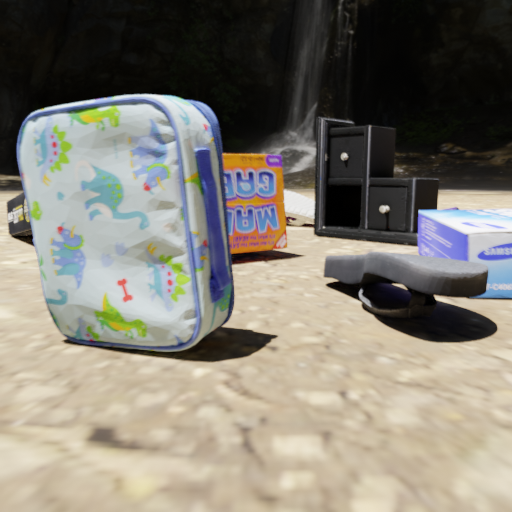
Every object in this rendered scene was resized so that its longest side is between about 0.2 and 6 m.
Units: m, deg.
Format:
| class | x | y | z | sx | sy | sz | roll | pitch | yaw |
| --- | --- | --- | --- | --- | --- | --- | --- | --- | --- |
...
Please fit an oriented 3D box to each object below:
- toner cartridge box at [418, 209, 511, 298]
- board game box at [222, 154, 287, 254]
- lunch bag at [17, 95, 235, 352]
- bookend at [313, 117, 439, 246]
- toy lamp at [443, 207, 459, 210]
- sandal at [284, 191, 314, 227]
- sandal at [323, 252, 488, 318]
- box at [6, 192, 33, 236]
| class | x | y | z | sx | sy | sz | roll | pitch | yaw |
| --- | --- | --- | --- | --- | --- | --- | --- | --- | --- |
| toner cartridge box | 3.406 | -0.161 | 7.845 | 1.735 | 0.789 | 3.653 | -2 | 8 | 7 |
| board game box | -0.583 | -0.818 | 9.263 | 1.530 | 1.530 | 1.531 | -6 | 4 | -34 |
| lunch bag | -0.968 | -0.243 | 4.472 | 1.577 | 1.962 | 0.809 | -2 | 12 | 24 |
| bookend | 2.586 | -1.616 | 11.730 | 2.593 | 2.577 | 1.194 | 10 | 12 | 44 |
| toy lamp | 5.793 | -1.015 | 14.850 | 1.779 | 0.518 | 0.518 | 9 | 12 | 36 |
| sandal | 1.186 | -1.090 | 14.953 | 2.781 | 0.683 | 1.132 | 22 | 36 | 36 |
| sandal | 1.483 | 0.320 | 5.899 | 1.086 | 0.612 | 2.857 | 6 | -2 | -6 |
| box | -3.334 | -0.952 | 11.618 | 2.946 | 0.897 | 3.655 | -4 | 1 | -31 |
